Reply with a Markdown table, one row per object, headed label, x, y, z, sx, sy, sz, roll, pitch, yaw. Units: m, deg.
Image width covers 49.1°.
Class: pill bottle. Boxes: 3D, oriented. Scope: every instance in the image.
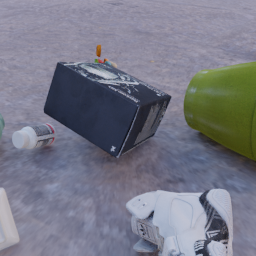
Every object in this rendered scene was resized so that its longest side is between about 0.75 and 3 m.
| label | x | y | z | sx | sy | sz | roll | pitch | yaw |
| --- | --- | --- | --- | --- | --- | --- | --- | --- | --- |
| pill bottle | -2.300 | 0.215 | 6.893 | 0.552 | 0.552 | 0.997 | 19 | 16 | 26 |

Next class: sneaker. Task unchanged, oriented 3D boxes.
| label | x | y | z | sx | sy | sz | roll | pitch | yaw |
| --- | --- | --- | --- | --- | --- | --- | --- | --- | --- |
| sneaker | 0.641 | 1.796 | 4.093 | 1.610 | 1.052 | 2.801 | -3 | 16 | 23 |

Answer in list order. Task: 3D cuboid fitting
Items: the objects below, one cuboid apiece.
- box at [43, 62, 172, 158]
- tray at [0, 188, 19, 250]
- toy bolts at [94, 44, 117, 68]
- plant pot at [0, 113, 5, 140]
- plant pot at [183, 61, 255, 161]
| label | x | y | z | sx | sy | sz | roll | pitch | yaw |
| --- | --- | --- | --- | --- | --- | --- | --- | --- | --- |
| box | -0.412 | -0.575 | 6.722 | 2.143 | 1.328 | 2.106 | 30 | 24 | 17 |
| tray | -2.839 | 1.778 | 4.427 | 1.957 | 1.051 | 0.217 | -17 | 10 | -25 |
| toy bolts | -0.843 | -2.650 | 10.987 | 0.763 | 1.050 | 1.100 | 1 | 33 | -16 |
| plant pot | -3.628 | -0.027 | 6.748 | 1.420 | 1.420 | 0.952 | 11 | 38 | 16 |
| plant pot | 2.826 | -0.525 | 6.859 | 2.585 | 2.585 | 2.489 | -29 | 32 | -36 |
